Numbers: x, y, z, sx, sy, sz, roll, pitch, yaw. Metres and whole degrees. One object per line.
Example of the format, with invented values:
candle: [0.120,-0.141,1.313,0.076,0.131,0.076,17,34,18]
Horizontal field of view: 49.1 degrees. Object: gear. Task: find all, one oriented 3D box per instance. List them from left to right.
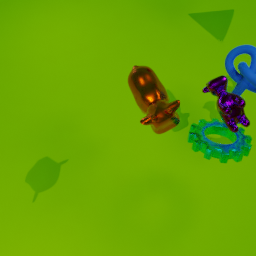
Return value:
gear: [1.806,0.220,5.560,1.198,0.221,1.198,2,34,-1]

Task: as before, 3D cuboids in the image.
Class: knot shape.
knot shape: [2.530,-1.099,5.981,0.557,1.207,1.129,-8,28,-3]

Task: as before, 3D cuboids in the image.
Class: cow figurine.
cow figurine: [0.464,-0.616,5.559,0.813,1.458,1.481,-29,90,7]
cow figurine: [1.678,-0.448,4.815,0.489,0.891,0.876,-27,30,7]
